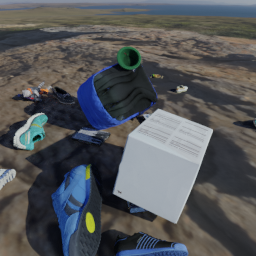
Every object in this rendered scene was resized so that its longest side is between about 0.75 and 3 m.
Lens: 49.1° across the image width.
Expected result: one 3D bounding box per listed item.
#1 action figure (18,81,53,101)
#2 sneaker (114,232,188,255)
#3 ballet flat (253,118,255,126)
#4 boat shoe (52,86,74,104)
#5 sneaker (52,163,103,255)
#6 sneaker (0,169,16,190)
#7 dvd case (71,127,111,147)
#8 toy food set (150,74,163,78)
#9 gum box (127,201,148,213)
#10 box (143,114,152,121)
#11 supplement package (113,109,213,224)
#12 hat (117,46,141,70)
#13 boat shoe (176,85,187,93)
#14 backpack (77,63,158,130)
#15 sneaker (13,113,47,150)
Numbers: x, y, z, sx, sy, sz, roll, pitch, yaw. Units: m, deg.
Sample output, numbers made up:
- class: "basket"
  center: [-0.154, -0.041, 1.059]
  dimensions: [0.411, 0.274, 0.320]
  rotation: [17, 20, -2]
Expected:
- class: "action figure"
  center: [-4.679, -1.821, 13.760]
  dimensions: [1.561, 0.817, 1.510]
  rotation: [10, 21, 19]
- class: "sneaker"
  center: [0.466, 2.481, 5.906]
  dimensions: [1.522, 0.534, 0.593]
  rotation: [-2, 36, -1]
- class: "ballet flat"
  center: [5.591, -0.225, 11.191]
  dimensions: [1.493, 0.536, 0.536]
  rotation: [-3, 28, -12]
- class: "boat shoe"
  center: [-3.198, -1.607, 13.639]
  dimensions: [0.565, 0.481, 1.689]
  rotation: [-23, 36, -36]
- class: "sneaker"
  center: [-1.279, 1.993, 6.602]
  dimensions: [1.134, 0.953, 2.892]
  rotation: [-18, 30, 8]
- class: "sneaker"
  center: [-3.802, 1.470, 8.012]
  dimensions: [0.596, 0.417, 1.032]
  rotation: [7, 22, 21]
- class: "dvd case"
  center: [-1.362, 0.311, 10.398]
  dimensions: [1.177, 0.146, 0.885]
  rotation: [11, 30, 20]
- class: "toy food set"
  center: [1.740, -3.156, 16.902]
  dimensions: [0.766, 0.154, 0.529]
  rotation: [7, 29, 12]
- class: "gum box"
  center: [0.425, 1.746, 7.563]
  dimensions: [0.971, 0.255, 1.143]
  rotation: [-3, 28, -11]
- class: "box"
  center: [1.096, -0.282, 11.449]
  dimensions: [0.728, 0.201, 1.066]
  rotation: [-6, 29, -12]
- class: "supplement package"
  center: [0.967, 0.824, 7.214]
  dimensions: [1.696, 1.708, 2.251]
  rotation: [22, 26, 15]
- class: "hat"
  center: [0.010, -2.449, 10.329]
  dimensions: [1.018, 0.843, 0.896]
  rotation: [4, -5, -12]
- class: "boat shoe"
  center: [2.850, -2.087, 14.744]
  dimensions: [0.321, 0.294, 0.859]
  rotation: [25, 37, 38]
- class: "backpack"
  center: [-0.554, -1.115, 10.802]
  dimensions: [2.313, 2.240, 2.757]
  rotation: [-29, 5, 45]
- class: "sneaker"
  center: [-3.412, 0.169, 10.272]
  dimensions: [0.806, 0.785, 2.025]
  rotation: [20, 34, -2]
